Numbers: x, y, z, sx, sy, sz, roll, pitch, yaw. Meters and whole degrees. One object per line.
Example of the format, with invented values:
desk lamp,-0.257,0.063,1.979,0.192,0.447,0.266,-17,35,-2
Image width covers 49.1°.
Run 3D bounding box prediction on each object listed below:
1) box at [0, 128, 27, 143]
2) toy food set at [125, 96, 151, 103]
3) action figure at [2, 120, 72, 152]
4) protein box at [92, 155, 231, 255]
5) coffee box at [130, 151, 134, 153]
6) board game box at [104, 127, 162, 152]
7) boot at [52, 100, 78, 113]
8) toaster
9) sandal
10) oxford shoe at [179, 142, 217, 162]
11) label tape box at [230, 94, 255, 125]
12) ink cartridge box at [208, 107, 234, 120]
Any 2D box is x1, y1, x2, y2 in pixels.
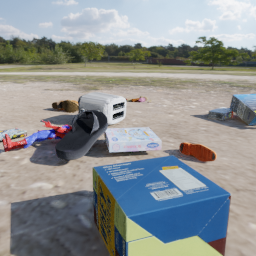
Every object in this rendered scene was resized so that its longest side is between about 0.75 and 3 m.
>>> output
box,-4.331,0.251,10.102,0.742,0.216,1.084,12,19,37
toy food set,0.595,-1.826,17.662,1.742,0.274,1.108,2,15,7
action figure,-2.668,0.194,9.242,2.656,0.687,0.869,-9,-17,-34
protein box,0.418,1.303,4.503,1.623,1.103,1.635,-6,16,-21
coffee box,-0.152,0.577,8.952,0.865,0.190,0.532,7,16,23
board game box,0.091,0.337,8.836,1.564,0.323,1.568,-2,15,-9
boot,-3.024,-1.245,14.944,1.698,0.626,1.314,11,14,24
toaster,-1.041,-0.839,12.178,1.473,1.296,2.281,11,15,23
sandal,-1.311,-0.015,8.631,1.132,0.637,2.976,-1,23,7
oxford shoe,2.129,0.648,8.220,0.478,0.467,1.310,-5,15,-34
label tape box,5.850,-0.662,12.160,1.752,0.808,2.445,-3,33,-11
ink cartridge box,4.542,-0.694,13.335,0.796,0.368,1.462,15,20,43
